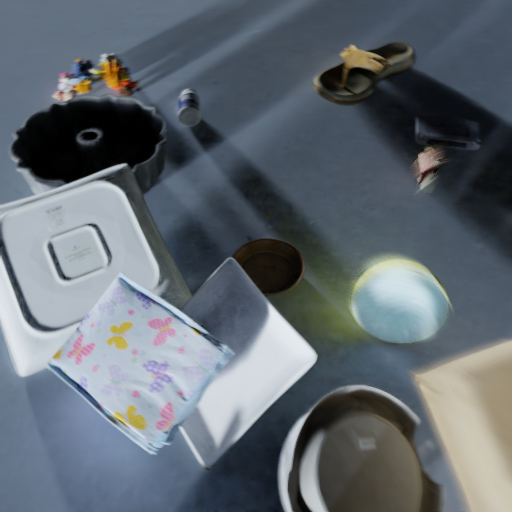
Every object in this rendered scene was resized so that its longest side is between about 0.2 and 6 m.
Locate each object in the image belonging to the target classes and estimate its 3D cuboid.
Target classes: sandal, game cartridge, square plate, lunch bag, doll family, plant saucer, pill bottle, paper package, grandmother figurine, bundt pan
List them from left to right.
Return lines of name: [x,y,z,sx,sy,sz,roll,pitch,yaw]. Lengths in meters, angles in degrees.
square plate: [-2.779,0.038,8.697,2.779,0.395,2.753,-23,75,-18]
doll family: [-3.705,-4.107,12.823,2.000,0.901,1.242,-10,48,-9]
bundt pan: [-3.059,-1.865,10.671,2.871,1.077,2.871,0,48,0]
lunch bag: [-1.439,1.429,7.340,1.925,1.224,1.632,27,74,32]
pill bottle: [-1.472,-3.297,12.361,0.495,0.495,0.892,-3,47,-3]
square plate: [-0.451,1.400,7.636,2.079,0.296,2.059,-47,55,6]
plant saucer: [0.185,0.222,9.340,1.252,0.229,1.252,0,48,-1]
sandal: [2.593,-4.551,13.227,3.329,0.899,1.337,-34,56,-27]
grandmother figurine: [3.148,-1.527,10.326,0.284,0.569,0.939,15,55,-4]
game cartridge: [4.067,-2.648,11.952,1.308,0.267,0.871,9,52,8]
paper package: [3.436,2.032,6.393,2.351,1.216,2.240,-17,79,-12]

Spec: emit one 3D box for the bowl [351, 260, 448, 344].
bowl: [2.132,0.561,8.345,1.354,1.354,0.729,10,32,9]

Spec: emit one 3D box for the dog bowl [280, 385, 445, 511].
dog bowl: [1.178,2.561,6.465,2.013,0.590,2.013,11,63,-21]
